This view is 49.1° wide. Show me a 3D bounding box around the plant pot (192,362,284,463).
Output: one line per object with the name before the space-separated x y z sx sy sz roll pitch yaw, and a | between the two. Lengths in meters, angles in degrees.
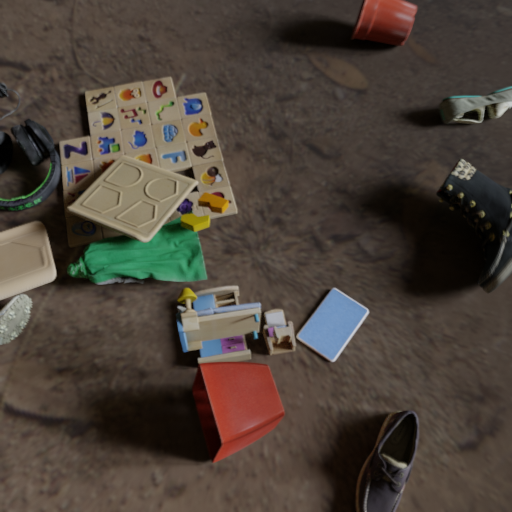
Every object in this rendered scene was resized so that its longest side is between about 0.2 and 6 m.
plant pot | -0.269 2.354 8.799 1.110 1.260 1.259 -10 61 -19

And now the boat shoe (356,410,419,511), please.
boat shoe | 2.041 3.218 8.592 0.674 0.607 1.874 24 64 13

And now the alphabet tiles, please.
alphabet tiles | -2.450 -2.196 11.857 3.330 0.150 3.983 -12 62 -6

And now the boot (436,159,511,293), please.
boot | 4.113 -0.616 10.439 1.840 0.879 2.436 34 60 7

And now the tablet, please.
tablet | 1.374 1.218 9.999 0.794 0.083 1.221 33 67 17

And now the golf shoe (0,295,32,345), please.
golf shoe | -4.615 1.302 9.665 0.816 0.657 1.678 20 62 17

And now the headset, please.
headset | -4.973 -2.301 11.243 1.718 1.307 2.782 -13 73 -8

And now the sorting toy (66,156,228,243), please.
sorting toy | -1.984 -0.965 10.663 2.636 0.353 1.964 21 50 18

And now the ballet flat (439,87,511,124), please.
ballet flat | 4.988 -3.245 12.244 2.018 0.680 0.643 -10 89 -5

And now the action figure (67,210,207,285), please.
action figure | -2.235 0.040 10.319 2.440 0.667 1.441 -10 63 -9

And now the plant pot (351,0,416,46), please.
plant pot | 3.023 -5.556 13.175 1.207 1.241 1.241 17 62 0

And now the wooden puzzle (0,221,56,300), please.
wooden puzzle | -4.524 0.160 10.187 1.594 0.321 1.723 -21 44 -14

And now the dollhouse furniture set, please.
dollhouse furniture set | -0.338 0.785 9.144 1.893 2.005 1.308 -9 62 -5
